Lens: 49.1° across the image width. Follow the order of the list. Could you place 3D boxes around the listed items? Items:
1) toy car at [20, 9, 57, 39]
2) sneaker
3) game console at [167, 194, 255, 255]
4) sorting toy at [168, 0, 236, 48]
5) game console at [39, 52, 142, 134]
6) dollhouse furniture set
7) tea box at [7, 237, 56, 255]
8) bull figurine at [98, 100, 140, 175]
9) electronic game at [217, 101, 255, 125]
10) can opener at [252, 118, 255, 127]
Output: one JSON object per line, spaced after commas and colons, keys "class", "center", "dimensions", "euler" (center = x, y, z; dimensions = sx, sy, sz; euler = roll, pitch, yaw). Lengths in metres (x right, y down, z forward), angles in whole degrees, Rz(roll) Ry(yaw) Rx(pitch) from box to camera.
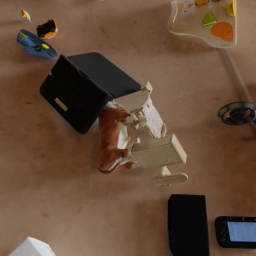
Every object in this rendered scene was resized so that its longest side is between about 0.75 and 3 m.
{"class": "toy car", "center": [-3.048, -3.745, 9.908], "dimensions": [0.784, 0.532, 1.598], "euler": [-40, 72, 6]}
{"class": "sneaker", "center": [-3.106, -2.713, 9.538], "dimensions": [1.512, 0.593, 0.498], "euler": [33, 29, -1]}
{"class": "game console", "center": [2.354, 2.515, 7.117], "dimensions": [2.688, 0.324, 1.586], "euler": [2, 65, 0]}
{"class": "sorting toy", "center": [2.602, -4.149, 9.913], "dimensions": [2.289, 1.358, 2.543], "euler": [-1, 63, 21]}
{"class": "game console", "center": [-1.193, -1.199, 8.724], "dimensions": [2.411, 1.403, 2.121], "euler": [42, 102, 28]}
{"class": "dollhouse furniture set", "center": [1.052, 0.030, 7.584], "dimensions": [1.151, 2.011, 2.358], "euler": [-15, 34, 30]}
{"class": "tea box", "center": [-1.968, 4.136, 5.521], "dimensions": [2.600, 1.737, 2.557], "euler": [41, 69, 19]}
{"class": "bull figurine", "center": [-0.287, 0.051, 7.894], "dimensions": [1.526, 0.819, 2.513], "euler": [-10, 69, 24]}
{"class": "electronic game", "center": [3.122, -0.409, 7.974], "dimensions": [1.114, 1.114, 0.232], "euler": [4, 58, 2]}
{"class": "can opener", "center": [4.443, -0.842, 8.647], "dimensions": [2.103, 0.554, 0.699], "euler": [-43, 37, -19]}
